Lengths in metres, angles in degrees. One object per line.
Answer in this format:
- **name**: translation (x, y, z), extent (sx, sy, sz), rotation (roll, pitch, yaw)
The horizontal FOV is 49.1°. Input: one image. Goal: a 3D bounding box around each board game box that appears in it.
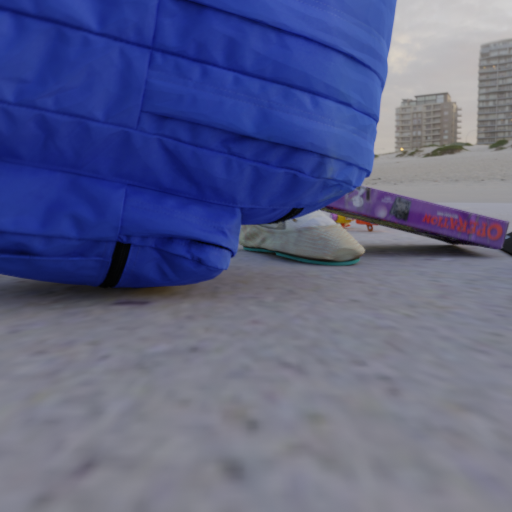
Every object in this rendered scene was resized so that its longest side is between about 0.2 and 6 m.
- **board game box**: translation (2.024, -0.809, 9.530), extent (3.674, 0.593, 2.205), rotation (14, -1, 1)

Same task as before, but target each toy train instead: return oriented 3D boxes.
- **toy train**: translation (2.616, -0.899, 14.565), extent (1.415, 0.524, 1.884), rotation (2, 10, 6)

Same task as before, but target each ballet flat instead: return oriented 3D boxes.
- **ballet flat**: translation (0.501, -0.435, 8.697), extent (0.974, 0.900, 2.887), rotation (-11, 11, -33)

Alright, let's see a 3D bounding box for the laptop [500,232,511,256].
- **laptop**: translation (5.718, -0.087, 9.014), extent (2.932, 1.514, 2.598), rotation (27, 12, 8)

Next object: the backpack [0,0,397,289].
- **backpack**: translation (-1.111, -1.639, 5.962), extent (4.667, 3.916, 3.792), rotation (3, 6, -21)
